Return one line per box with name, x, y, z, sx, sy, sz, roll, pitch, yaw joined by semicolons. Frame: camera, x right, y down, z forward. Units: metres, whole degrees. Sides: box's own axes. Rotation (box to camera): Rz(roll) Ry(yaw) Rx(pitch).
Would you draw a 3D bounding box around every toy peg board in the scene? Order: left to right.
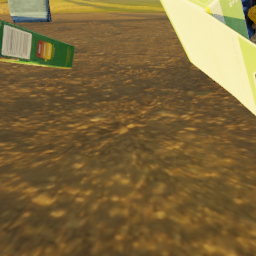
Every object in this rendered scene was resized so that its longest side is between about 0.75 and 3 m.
toy peg board;3.092;-2.914;6.059;1.862;0.914;1.870;-19;44;54

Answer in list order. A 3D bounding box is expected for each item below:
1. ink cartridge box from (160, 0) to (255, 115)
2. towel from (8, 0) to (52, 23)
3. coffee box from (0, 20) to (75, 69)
ink cartridge box;1.706;-1.287;4.570;0.693;2.104;2.891;-40;48;5
towel;-1.564;-2.221;4.303;0.637;1.140;0.277;-2;26;-4
coffee box;-2.158;-1.473;5.045;1.552;0.555;2.524;9;10;10
